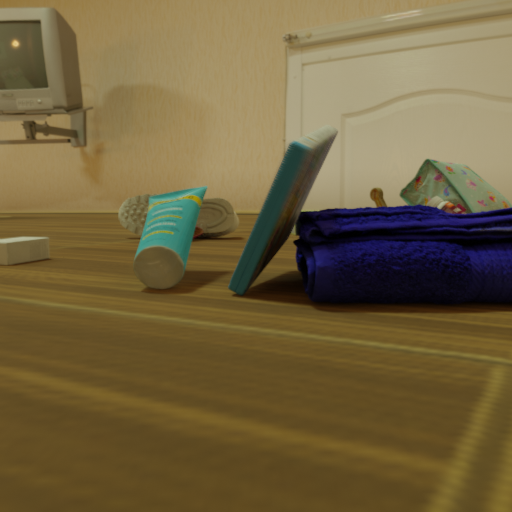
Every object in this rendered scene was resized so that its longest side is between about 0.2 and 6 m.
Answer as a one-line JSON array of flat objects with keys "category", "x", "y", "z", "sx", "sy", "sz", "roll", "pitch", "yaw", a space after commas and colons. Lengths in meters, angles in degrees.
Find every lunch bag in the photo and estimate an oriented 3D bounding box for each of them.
[{"category": "lunch bag", "x": 4.382, "y": -0.967, "z": 11.827, "sx": 1.777, "sy": 1.272, "sz": 2.087, "roll": -5, "pitch": 49, "yaw": -43}]

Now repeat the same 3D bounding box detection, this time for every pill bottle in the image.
[{"category": "pill bottle", "x": 3.680, "y": -0.723, "z": 10.702, "sx": 0.884, "sy": 0.505, "sz": 0.505, "roll": 42, "pitch": 26, "yaw": 25}]

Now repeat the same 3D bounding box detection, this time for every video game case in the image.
[{"category": "video game case", "x": 0.370, "y": -0.624, "z": 6.307, "sx": 0.200, "sy": 1.609, "sz": 2.248, "roll": 27, "pitch": 22, "yaw": 6}]

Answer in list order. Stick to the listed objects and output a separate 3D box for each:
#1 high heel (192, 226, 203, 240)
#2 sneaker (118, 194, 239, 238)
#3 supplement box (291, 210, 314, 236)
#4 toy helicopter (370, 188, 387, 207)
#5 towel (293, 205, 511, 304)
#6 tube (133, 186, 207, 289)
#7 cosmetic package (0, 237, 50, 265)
[{"category": "high heel", "x": -1.688, "y": -0.552, "z": 12.499, "sx": 0.789, "sy": 0.554, "sz": 1.645, "roll": -10, "pitch": -8, "yaw": 4}, {"category": "sneaker", "x": -1.939, "y": -0.869, "z": 14.064, "sx": 2.990, "sy": 1.142, "sz": 1.203, "roll": 5, "pitch": -5, "yaw": 6}, {"category": "supplement box", "x": 1.466, "y": -0.915, "z": 15.426, "sx": 0.995, "sy": 0.668, "sz": 0.994, "roll": -1, "pitch": 6, "yaw": -9}, {"category": "toy helicopter", "x": 2.814, "y": -0.878, "z": 12.362, "sx": 0.531, "sy": 1.346, "sz": 0.890, "roll": -5, "pitch": -24, "yaw": -32}, {"category": "towel", "x": 2.421, "y": -0.159, "z": 6.198, "sx": 4.005, "sy": 0.992, "sz": 2.958, "roll": 0, "pitch": 7, "yaw": 1}, {"category": "tube", "x": -1.038, "y": -0.365, "z": 6.786, "sx": 0.817, "sy": 0.532, "sz": 2.109, "roll": -6, "pitch": 28, "yaw": 1}, {"category": "cosmetic package", "x": -3.721, "y": -0.084, "z": 8.684, "sx": 0.507, "sy": 0.356, "sz": 1.000, "roll": 2, "pitch": 6, "yaw": 16}]
